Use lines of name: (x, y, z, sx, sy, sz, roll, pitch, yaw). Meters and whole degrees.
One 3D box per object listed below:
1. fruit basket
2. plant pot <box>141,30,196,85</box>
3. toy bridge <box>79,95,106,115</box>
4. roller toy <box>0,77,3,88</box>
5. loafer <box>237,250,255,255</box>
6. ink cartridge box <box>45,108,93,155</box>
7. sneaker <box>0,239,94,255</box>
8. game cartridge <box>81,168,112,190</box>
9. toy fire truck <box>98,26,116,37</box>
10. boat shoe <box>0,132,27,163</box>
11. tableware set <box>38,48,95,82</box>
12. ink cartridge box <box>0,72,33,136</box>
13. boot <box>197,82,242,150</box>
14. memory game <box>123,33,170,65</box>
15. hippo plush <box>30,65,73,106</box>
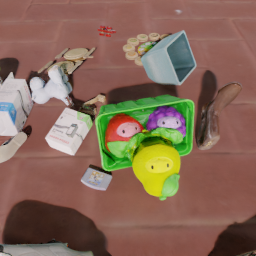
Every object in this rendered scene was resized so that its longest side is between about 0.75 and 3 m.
fruit basket: (0.636, 0.458, 8.310, 3.179, 2.293, 3.179, -4, 30, 2)
plant pot: (1.522, -2.746, 11.478, 1.657, 1.627, 1.622, 0, 38, 44)
toy bridge: (-1.474, -0.690, 10.505, 0.586, 0.237, 1.744, 18, 51, 17)
roller toy: (-5.701, -1.652, 10.733, 1.753, 1.225, 1.599, -18, 41, -6)
loafer: (3.117, 3.198, 6.437, 2.771, 0.871, 0.996, -16, 49, -15)
ink cartridge box: (-1.952, 0.103, 9.378, 0.975, 0.563, 1.340, 18, 61, 17)
sneaker: (-2.063, 3.119, 6.568, 2.663, 0.984, 1.056, 13, 39, 4)
game cartridge: (-0.965, 1.561, 8.470, 0.833, 0.173, 0.555, 16, 45, 15)
toy fire truck: (-1.101, -5.007, 14.457, 0.841, 0.471, 0.706, 14, 25, 12)
boat shoe: (-3.920, 0.664, 9.238, 1.333, 0.484, 0.418, -49, 21, -29)
tableware set: (-2.559, -2.819, 12.349, 1.656, 0.502, 2.505, 6, 40, 21)
ink cartridge box: (-4.045, -0.901, 10.017, 0.727, 1.243, 2.143, 3, 47, 2)
boot: (2.988, -0.347, 9.170, 0.645, 1.870, 2.007, 29, 49, -7)
memory game: (1.237, -3.804, 13.446, 2.991, 0.191, 2.991, 0, 47, 0)
hippo plush: (-2.977, -1.446, 10.796, 1.363, 1.351, 1.696, -19, 90, 6)
